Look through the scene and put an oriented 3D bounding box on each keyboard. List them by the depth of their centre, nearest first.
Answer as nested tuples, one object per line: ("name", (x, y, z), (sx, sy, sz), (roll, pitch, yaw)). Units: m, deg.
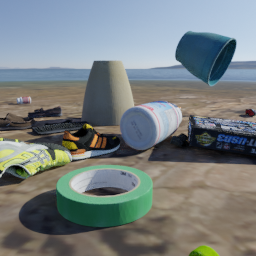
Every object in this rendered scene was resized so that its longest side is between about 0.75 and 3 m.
("keyboard", (-2.558, -0.078, 10.717), (2.168, 0.223, 1.378), (-8, 15, -35))

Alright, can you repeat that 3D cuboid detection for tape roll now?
("tape roll", (-0.404, 1.114, 4.940), (1.670, 0.401, 1.670), (0, 13, 0))

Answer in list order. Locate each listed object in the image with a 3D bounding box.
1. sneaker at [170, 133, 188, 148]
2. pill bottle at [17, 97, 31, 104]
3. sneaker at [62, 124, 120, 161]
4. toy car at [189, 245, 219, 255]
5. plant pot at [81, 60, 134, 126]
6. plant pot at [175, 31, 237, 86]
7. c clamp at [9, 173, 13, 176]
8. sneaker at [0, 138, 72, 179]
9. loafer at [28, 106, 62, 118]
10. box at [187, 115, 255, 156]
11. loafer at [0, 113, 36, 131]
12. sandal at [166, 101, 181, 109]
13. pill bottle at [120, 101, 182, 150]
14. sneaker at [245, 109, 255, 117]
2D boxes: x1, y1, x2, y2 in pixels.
("sneaker", (1.610, 0.415, 8.346), (0.431, 0.361, 0.950), (28, 23, 27))
("pill bottle", (-6.543, -1.734, 17.589), (0.778, 0.440, 0.440), (-9, 16, -35))
("sneaker", (-0.920, 0.286, 7.593), (1.886, 0.849, 0.659), (-12, 17, -43))
("toy car", (0.579, 1.685, 2.192), (0.885, 0.850, 1.078), (-14, 47, -37))
("plant pot", (-0.831, -1.588, 12.057), (2.410, 2.574, 2.410), (1, 13, 0))
("plant pot", (2.638, -2.601, 9.901), (1.624, 1.729, 1.729), (34, 29, 27))
("c clamp", (-3.127, 0.919, 6.337), (1.751, 0.237, 1.496), (-3, 8, -7))
("sneaker", (-2.114, 0.750, 6.158), (1.966, 0.751, 0.741), (8, -33, -44))
("loafer", (-3.912, -0.781, 13.186), (1.567, 0.493, 0.563), (-4, 13, -16))
("box", (3.053, 0.167, 8.338), (2.472, 0.614, 2.453), (8, 11, 9))
("loafer", (-4.358, -0.255, 10.533), (1.754, 0.623, 0.640), (-7, 14, -28))
("sandal", (2.257, -1.287, 15.636), (1.446, 0.414, 0.554), (6, 14, 24))
("pill bottle", (0.837, -0.187, 8.760), (1.260, 1.260, 2.318), (7, 15, 30))
("sneaker", (5.999, -0.767, 13.443), (0.443, 0.368, 0.927), (2, 13, 1))
